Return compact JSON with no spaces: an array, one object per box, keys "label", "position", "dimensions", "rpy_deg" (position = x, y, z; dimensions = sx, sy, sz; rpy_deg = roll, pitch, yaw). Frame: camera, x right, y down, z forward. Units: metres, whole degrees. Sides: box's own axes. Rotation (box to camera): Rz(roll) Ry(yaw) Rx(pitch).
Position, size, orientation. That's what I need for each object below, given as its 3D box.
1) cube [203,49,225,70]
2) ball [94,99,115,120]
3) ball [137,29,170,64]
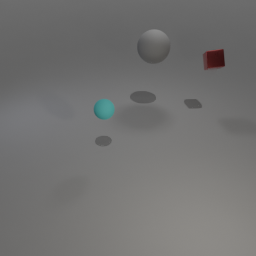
[{"label":"cube","position":[3.534,-2.807,11.561],"dimensions":[0.700,0.700,0.700],"rpy_deg":[-6,5,4]},{"label":"ball","position":[-0.800,-0.626,9.391],"dimensions":[0.700,0.700,0.700],"rpy_deg":[0,31,0]},{"label":"ball","position":[1.093,-3.442,11.891],"dimensions":[1.400,1.400,1.400],"rpy_deg":[0,31,0]}]
